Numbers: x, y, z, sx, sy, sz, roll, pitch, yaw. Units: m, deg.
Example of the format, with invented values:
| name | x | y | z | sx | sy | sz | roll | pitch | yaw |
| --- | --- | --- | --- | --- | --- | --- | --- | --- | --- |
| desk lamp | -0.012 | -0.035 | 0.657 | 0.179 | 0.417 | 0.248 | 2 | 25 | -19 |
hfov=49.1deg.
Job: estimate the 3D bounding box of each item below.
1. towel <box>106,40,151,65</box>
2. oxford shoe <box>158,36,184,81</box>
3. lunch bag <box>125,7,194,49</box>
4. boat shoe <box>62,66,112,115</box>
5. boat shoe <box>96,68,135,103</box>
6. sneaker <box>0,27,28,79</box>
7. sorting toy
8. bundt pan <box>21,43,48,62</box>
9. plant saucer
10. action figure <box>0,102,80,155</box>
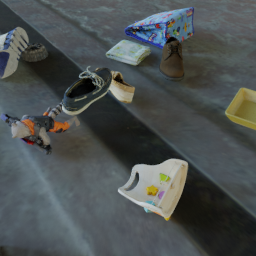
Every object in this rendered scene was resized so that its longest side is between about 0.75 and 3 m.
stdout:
| name | x | y | z | sx | sy | sz | roll | pitch | yaw |
| --- | --- | --- | --- | --- | --- | --- | --- | --- | --- |
| towel | 0.045 | -3.026 | 11.149 | 1.449 | 0.349 | 1.240 | 21 | 45 | 22 |
| oxford shoe | 1.571 | -2.560 | 10.128 | 0.892 | 1.036 | 2.454 | 1 | 43 | -2 |
| lunch bag | 1.273 | -4.523 | 12.365 | 2.623 | 1.234 | 1.974 | 24 | 49 | 38 |
| boat shoe | -1.104 | -1.213 | 7.966 | 0.790 | 0.652 | 2.110 | 35 | 52 | 14 |
| boat shoe | -0.410 | -1.524 | 9.065 | 1.829 | 0.633 | 0.674 | 43 | 28 | 29 |
| sneaker | -4.805 | -2.732 | 10.485 | 1.388 | 0.971 | 2.403 | -5 | 49 | 24 |
| sorting toy | 0.488 | 1.274 | 6.130 | 1.241 | 0.737 | 1.379 | 14 | 44 | 27 |
| bundt pan | -3.743 | -3.072 | 11.167 | 1.059 | 0.398 | 1.059 | 0 | 41 | 0 |
| plant saucer | 3.833 | -0.435 | 8.208 | 1.614 | 0.391 | 1.615 | 25 | 47 | 24 |
| action figure | -2.436 | -0.221 | 7.422 | 1.875 | 0.981 | 1.814 | 30 | 28 | 13 |
